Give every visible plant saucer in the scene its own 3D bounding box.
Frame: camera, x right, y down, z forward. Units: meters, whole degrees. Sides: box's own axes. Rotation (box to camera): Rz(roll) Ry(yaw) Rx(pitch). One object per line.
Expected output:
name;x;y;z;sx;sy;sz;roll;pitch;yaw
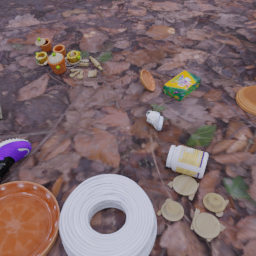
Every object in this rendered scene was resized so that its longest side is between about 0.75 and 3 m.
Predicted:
plant saucer;-3.274;2.763;7.919;2.710;0.437;2.710;2;48;-2
plant saucer;0.856;-2.101;12.484;0.196;1.046;1.046;-25;35;33
plant saucer;5.605;-1.232;11.948;1.882;0.352;1.882;0;45;0

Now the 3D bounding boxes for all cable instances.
cable;-0.521;2.580;7.802;2.699;0.934;2.699;22;50;20

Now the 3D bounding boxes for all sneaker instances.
sneaker;0.972;-0.280;10.611;0.537;0.554;1.518;9;14;-6
sneaker;-4.301;1.352;9.131;2.608;0.907;1.297;-25;55;-16

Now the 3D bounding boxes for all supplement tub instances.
supplement tub;1.958;1.090;9.297;1.227;0.892;0.892;16;48;15

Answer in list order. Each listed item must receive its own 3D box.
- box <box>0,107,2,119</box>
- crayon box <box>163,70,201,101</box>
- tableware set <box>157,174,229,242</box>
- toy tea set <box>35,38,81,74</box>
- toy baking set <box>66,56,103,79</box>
box;-5.935;-0.257;10.212;1.076;0.895;2.619;15;35;15
crayon box;2.427;-1.906;12.517;0.934;0.458;1.572;34;54;28
tableware set;2.021;2.348;8.524;2.093;0.243;1.748;25;47;25
toy tea set;-3.728;-3.747;13.755;2.804;1.038;1.667;27;63;25
toy baking set;-2.251;-3.085;13.820;1.638;0.248;2.134;-19;49;-18
